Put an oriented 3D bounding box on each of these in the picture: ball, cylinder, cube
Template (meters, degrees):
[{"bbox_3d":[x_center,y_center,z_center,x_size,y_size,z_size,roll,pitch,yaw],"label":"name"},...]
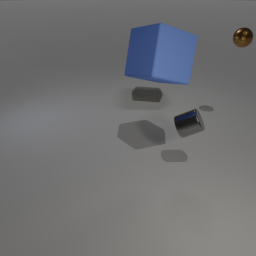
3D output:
[{"bbox_3d":[4.174,-3.285,10.175,0.700,0.700,0.700,0,28,0],"label":"ball"},{"bbox_3d":[1.822,-0.139,8.332,0.700,0.700,0.700,-21,20,24],"label":"cylinder"},{"bbox_3d":[0.922,-2.077,8.107,1.400,1.400,1.400,4,8,-35],"label":"cube"}]
